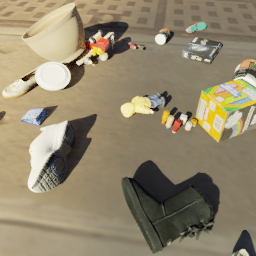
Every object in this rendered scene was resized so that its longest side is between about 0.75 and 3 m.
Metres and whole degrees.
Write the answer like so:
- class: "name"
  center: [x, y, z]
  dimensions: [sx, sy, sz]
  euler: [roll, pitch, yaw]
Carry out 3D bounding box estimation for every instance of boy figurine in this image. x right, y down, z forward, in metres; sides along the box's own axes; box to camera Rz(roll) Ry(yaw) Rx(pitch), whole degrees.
- class: "boy figurine"
  center: [0.579, -0.852, 10.791]
  dimensions: [1.742, 0.561, 1.083]
  euler: [-20, 45, -19]

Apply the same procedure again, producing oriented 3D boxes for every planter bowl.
- class: "planter bowl"
  center: [-3.132, -4.153, 13.003]
  dimensions: [2.807, 1.889, 2.807]
  euler: [-22, 37, 17]

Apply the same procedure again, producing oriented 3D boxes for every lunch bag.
- class: "lunch bag"
  center: [-3.593, -0.457, 10.544]
  dimensions: [0.836, 0.393, 0.629]
  euler: [6, 45, 20]

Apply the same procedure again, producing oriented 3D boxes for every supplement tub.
- class: "supplement tub"
  center: [4.972, -2.106, 11.750]
  dimensions: [1.087, 1.087, 1.774]
  euler: [19, 46, 20]
- class: "supplement tub"
  center: [1.914, -5.004, 15.242]
  dimensions: [0.597, 0.597, 0.974]
  euler: [18, 45, 18]

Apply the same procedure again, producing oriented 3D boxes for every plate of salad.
- class: "plate of salad"
  center: [-3.186, -2.185, 11.928]
  dimensions: [1.452, 0.349, 1.452]
  euler: [4, 65, -8]

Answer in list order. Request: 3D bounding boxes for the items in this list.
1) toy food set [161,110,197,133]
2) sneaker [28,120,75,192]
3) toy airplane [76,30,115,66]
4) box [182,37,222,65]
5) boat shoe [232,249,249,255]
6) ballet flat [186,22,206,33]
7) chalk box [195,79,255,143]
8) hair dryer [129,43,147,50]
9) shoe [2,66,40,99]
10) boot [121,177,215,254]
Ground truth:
- class: "toy food set"
  center: [1.820, -0.142, 10.130]
  dimensions: [1.224, 0.551, 0.584]
  euler: [16, 38, 1]
- class: "sneaker"
  center: [-2.529, 0.884, 8.778]
  dimensions: [1.228, 1.050, 2.820]
  euler: [-6, 35, 12]
- class: "toy airplane"
  center: [-1.537, -3.852, 13.670]
  dimensions: [1.943, 1.371, 1.935]
  euler: [-29, 26, 21]
- class: "box"
  center: [3.783, -3.974, 14.269]
  dimensions: [1.492, 0.405, 1.862]
  euler: [22, 47, 22]
- class: "boat shoe"
  center: [2.592, 3.410, 6.219]
  dimensions: [0.514, 0.506, 1.427]
  euler: [0, 43, 0]
- class: "ballet flat"
  center: [3.924, -5.860, 16.329]
  dimensions: [1.381, 0.477, 0.491]
  euler: [-26, 29, -25]
- class: "chalk box"
  center: [3.833, -0.727, 10.026]
  dimensions: [2.299, 1.435, 1.425]
  euler: [-18, 46, -20]
- class: "hair dryer"
  center: [0.475, -4.290, 14.796]
  dimensions: [1.041, 0.283, 0.793]
  euler: [24, 30, 18]
- class: "shoe"
  center: [-4.378, -2.006, 11.986]
  dimensions: [0.803, 0.613, 2.298]
  euler: [29, 50, 27]
- class: "boot"
  center: [1.048, 2.020, 7.482]
  dimensions: [1.861, 0.840, 2.271]
  euler: [-19, 53, -17]
